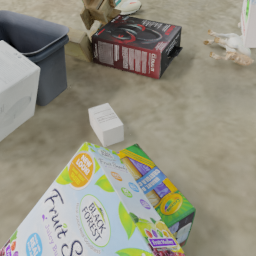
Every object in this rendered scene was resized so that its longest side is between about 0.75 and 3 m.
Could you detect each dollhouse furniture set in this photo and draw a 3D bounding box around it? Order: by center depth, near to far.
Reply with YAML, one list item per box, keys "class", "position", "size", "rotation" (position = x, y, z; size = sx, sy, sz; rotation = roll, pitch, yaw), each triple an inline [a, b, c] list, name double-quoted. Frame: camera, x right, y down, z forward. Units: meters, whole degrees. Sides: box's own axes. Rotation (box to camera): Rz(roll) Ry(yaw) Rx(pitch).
- class: "dollhouse furniture set"
  position: [-1.659, -3.943, 9.944]
  size: [1.778, 2.346, 2.677]
  rotation: [21, 74, 18]

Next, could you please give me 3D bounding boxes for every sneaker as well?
- class: "sneaker"
  position: [-0.679, -5.931, 12.735]
  size: [2.612, 1.221, 0.920]
  rotation: [8, 44, 9]

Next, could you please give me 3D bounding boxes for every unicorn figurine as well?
- class: "unicorn figurine"
  position: [3.798, -3.070, 10.071]
  size: [1.905, 1.024, 2.774]
  rotation: [7, 58, -7]

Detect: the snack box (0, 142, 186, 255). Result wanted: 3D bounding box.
- class: "snack box"
  position: [-0.768, 1.868, 3.768]
  size: [0.732, 2.764, 1.966]
  rotation: [23, 22, -48]

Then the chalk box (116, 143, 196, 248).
- class: "chalk box"
  position: [0.184, 1.599, 4.819]
  size: [1.348, 1.357, 2.174]
  rotation: [-23, 47, -22]

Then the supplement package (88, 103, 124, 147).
- class: "supplement package"
  position: [-0.556, -0.086, 7.127]
  size: [0.570, 0.577, 0.951]
  rotation: [-19, 47, -19]

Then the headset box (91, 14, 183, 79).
- class: "headset box"
  position: [0.460, -2.844, 9.649]
  size: [2.783, 1.044, 2.068]
  rotation: [19, 47, 19]

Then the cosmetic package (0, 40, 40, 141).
- class: "cosmetic package"
  position: [-3.238, -0.621, 6.520]
  size: [1.195, 1.938, 1.944]
  rotation: [36, 50, 3]

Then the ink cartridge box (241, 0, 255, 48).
- class: "ink cartridge box"
  position: [3.187, -2.911, 5.247]
  size: [1.697, 2.324, 1.705]
  rotation: [5, 42, 15]

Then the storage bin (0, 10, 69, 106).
- class: "storage bin"
  position: [-3.131, -1.862, 7.999]
  size: [2.871, 1.928, 2.089]
  rotation: [20, 47, 21]
